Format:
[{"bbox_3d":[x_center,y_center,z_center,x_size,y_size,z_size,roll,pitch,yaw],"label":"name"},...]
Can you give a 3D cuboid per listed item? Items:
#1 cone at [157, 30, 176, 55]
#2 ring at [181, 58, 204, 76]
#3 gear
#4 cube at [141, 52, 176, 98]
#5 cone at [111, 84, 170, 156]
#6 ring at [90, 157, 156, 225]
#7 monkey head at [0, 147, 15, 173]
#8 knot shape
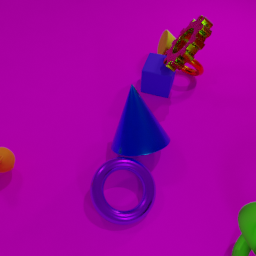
[{"bbox_3d":[1.559,-2.704,9.344,0.892,0.889,0.889,11,52,-14],"label":"cone"},{"bbox_3d":[1.863,-1.964,8.722,1.085,1.085,0.217,30,86,20],"label":"ring"},{"bbox_3d":[1.577,-2.251,7.512,0.291,1.575,1.575,33,52,-18],"label":"gear"},{"bbox_3d":[0.938,-1.602,8.509,0.889,0.889,0.889,15,54,11],"label":"cube"},{"bbox_3d":[0.203,-0.324,6.815,1.507,1.513,1.507,-8,19,3],"label":"cone"},{"bbox_3d":[-0.098,1.397,6.342,1.515,0.303,1.515,4,71,-11],"label":"ring"},{"bbox_3d":[-3.061,0.820,6.470,0.708,1.175,0.845,33,70,1],"label":"monkey head"},{"bbox_3d":[2.392,2.169,4.827,0.904,1.831,1.956,-4,86,1],"label":"knot shape"}]
